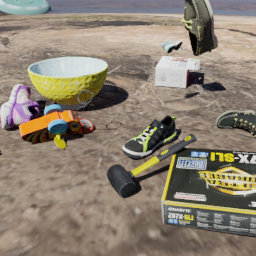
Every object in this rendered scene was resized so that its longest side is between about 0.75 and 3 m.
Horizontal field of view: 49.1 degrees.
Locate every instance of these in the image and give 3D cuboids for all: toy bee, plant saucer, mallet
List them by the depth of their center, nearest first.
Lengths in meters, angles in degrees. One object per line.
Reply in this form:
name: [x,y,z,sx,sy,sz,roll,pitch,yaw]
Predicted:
mallet: [0.541,0.706,6.479,2.270,0.467,0.747,-33,40,-19]
plant saucer: [-2.671,-3.200,7.219,1.331,0.182,1.331,6,37,-5]
toy bee: [-1.857,-0.049,8.089,2.238,1.216,1.465,-8,60,13]

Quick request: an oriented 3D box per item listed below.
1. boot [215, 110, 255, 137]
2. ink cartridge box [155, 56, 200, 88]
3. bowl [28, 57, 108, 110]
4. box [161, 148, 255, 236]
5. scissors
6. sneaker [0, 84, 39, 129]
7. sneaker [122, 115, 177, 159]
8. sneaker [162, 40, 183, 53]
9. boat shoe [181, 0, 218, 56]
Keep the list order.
boot: [3.584,-0.104,8.602,1.464,0.528,1.106,-7,31,-13]
ink cartridge box: [2.355,-2.626,13.048,1.885,0.901,2.148,7,28,14]
bowl: [-2.117,-1.569,10.334,2.812,1.513,2.812,0,28,0]
box: [2.122,1.199,5.748,2.566,0.633,2.049,3,25,17]
scissors: [-1.838,-0.344,9.512,0.855,0.163,2.338,-14,29,-20]
sneaker: [-3.490,-0.712,9.474,1.042,0.948,2.358,3,31,-9]
sneaker: [0.614,0.139,7.774,2.010,0.832,0.721,-24,36,-39]
sneaker: [1.442,-2.727,9.094,0.878,0.341,0.379,-28,65,-40]
boat shoe: [2.291,-3.465,9.293,0.860,2.876,1.028,-30,56,10]
